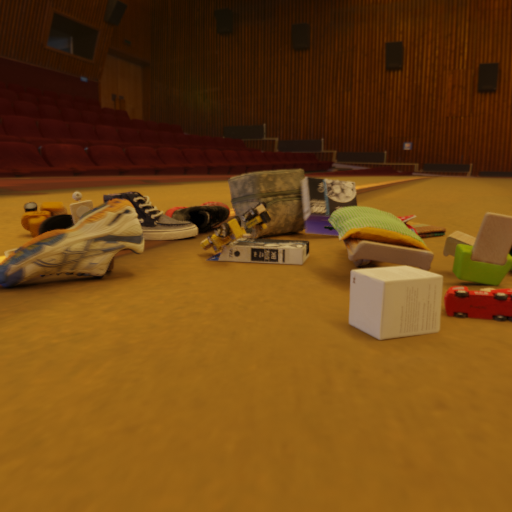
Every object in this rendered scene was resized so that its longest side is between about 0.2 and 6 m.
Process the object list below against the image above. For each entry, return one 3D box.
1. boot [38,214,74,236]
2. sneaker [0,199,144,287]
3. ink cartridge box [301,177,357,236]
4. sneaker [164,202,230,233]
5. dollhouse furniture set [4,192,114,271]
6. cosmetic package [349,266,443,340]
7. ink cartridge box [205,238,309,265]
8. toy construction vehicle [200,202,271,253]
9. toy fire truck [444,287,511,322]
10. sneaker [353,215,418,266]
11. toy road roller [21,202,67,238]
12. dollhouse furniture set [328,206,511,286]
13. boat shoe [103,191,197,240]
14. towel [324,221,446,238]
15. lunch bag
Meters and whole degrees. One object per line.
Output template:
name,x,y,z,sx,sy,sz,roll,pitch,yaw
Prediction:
boot,-3.478,-0.527,11.730,1.813,0.682,1.356,-6,9,-36
sneaker,-2.810,0.030,8.700,2.331,1.027,0.877,-29,24,-17
ink cartridge box,1.765,-1.152,13.247,1.339,1.351,0.293,3,-17,-20
sneaker,-1.328,-0.978,14.346,2.007,0.709,0.981,-13,15,-43
dollhouse furniture set,-3.381,-0.321,9.388,1.627,1.155,1.289,-16,33,-23
cosmetic package,1.576,0.511,6.386,0.806,0.671,0.675,-3,11,-22
ink cartridge box,0.040,-0.103,10.636,1.852,0.363,0.921,1,11,12
toy construction vehicle,-0.347,-0.430,10.682,1.294,0.523,1.486,-33,1,-34
toy fire truck,3.106,0.550,7.103,1.383,0.337,0.975,3,10,18
sneaker,2.424,-0.312,10.393,1.333,0.845,2.371,-2,8,9
toy road roller,-5.115,-0.839,13.545,1.050,0.646,0.767,-4,42,-13
dollhouse furniture set,3.000,-0.595,8.866,3.458,1.335,1.728,9,25,-7
boat shoe,-2.568,-0.969,13.229,2.362,1.095,0.882,0,10,5
towel,3.072,-0.706,14.150,1.997,0.295,2.723,-8,15,-32
lunch bag,0.380,-1.240,13.532,1.836,1.540,1.279,-11,5,-41
